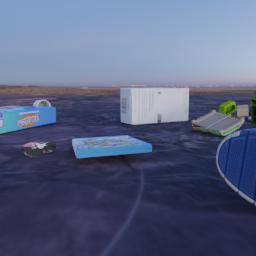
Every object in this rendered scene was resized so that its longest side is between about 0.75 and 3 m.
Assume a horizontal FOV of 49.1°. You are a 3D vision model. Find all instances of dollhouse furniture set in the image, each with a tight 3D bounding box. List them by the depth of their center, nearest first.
[{"bbox_3d":[3.469,-0.106,9.188,2.714,1.048,1.356,-25,26,-23],"label":"dollhouse furniture set"}]

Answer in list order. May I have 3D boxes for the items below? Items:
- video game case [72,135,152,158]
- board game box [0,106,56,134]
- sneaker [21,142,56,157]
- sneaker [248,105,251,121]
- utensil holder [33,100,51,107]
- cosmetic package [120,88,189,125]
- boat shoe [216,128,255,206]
[{"bbox_3d":[-0.458,0.359,6.067,1.423,0.177,1.988,-4,4,-13],"label":"video game case"},{"bbox_3d":[-4.364,-0.366,9.980,2.229,0.659,2.931,4,9,22],"label":"board game box"},{"bbox_3d":[-1.950,0.457,6.007,0.332,0.309,0.768,-6,-6,38],"label":"sneaker"},{"bbox_3d":[6.032,-0.787,11.755,2.374,0.974,0.833,-5,10,-31],"label":"sneaker"},{"bbox_3d":[-4.698,-1.162,15.198,0.730,0.730,0.859,-6,8,-36],"label":"utensil holder"},{"bbox_3d":[1.111,-0.934,11.340,2.804,1.426,1.038,-6,10,-27],"label":"cosmetic package"},{"bbox_3d":[2.328,0.619,3.018,2.639,0.953,0.955,17,12,31],"label":"boat shoe"}]
